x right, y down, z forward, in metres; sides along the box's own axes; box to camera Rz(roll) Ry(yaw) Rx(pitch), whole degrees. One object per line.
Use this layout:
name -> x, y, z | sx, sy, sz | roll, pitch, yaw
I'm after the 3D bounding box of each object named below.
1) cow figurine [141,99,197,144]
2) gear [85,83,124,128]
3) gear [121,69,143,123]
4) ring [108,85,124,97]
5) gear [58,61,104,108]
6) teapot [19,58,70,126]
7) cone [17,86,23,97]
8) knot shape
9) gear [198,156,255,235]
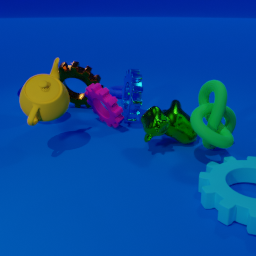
cow figurine -> 1.166, -0.029, 7.484 | 1.701, 0.934, 1.674 | 36, 39, -11
gear -> -0.731, -0.678, 8.571 | 0.272, 1.469, 1.469 | -41, 41, -23
gear -> 0.105, -1.023, 8.943 | 0.309, 1.671, 1.671 | 3, 23, -13
ring -> -0.245, -1.589, 12.000 | 1.348, 0.270, 1.348 | 0, 19, 0
gear -> -1.813, -1.491, 9.942 | 1.850, 1.850, 0.342 | 5, 49, 10
teapot -> -2.016, -0.851, 6.834 | 1.201, 0.945, 1.931 | 15, 59, -2
cone -> -2.783, -0.804, 9.092 | 1.160, 1.164, 1.160 | -8, 37, 6
knot shape -> 2.115, -0.333, 6.884 | 0.832, 1.685, 1.801 | -8, -6, 28
gear -> 2.463, 1.215, 5.496 | 2.055, 0.380, 2.055 | -3, 23, 1
